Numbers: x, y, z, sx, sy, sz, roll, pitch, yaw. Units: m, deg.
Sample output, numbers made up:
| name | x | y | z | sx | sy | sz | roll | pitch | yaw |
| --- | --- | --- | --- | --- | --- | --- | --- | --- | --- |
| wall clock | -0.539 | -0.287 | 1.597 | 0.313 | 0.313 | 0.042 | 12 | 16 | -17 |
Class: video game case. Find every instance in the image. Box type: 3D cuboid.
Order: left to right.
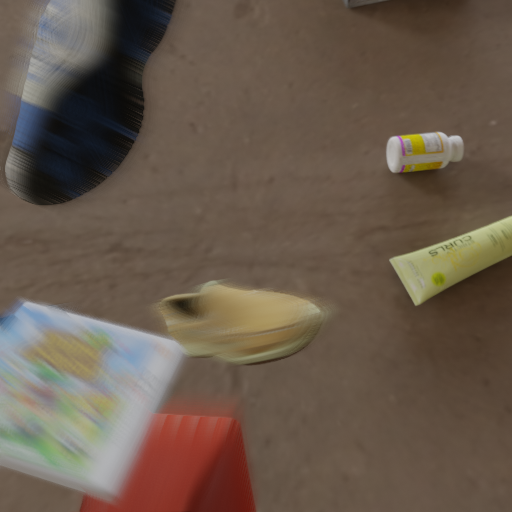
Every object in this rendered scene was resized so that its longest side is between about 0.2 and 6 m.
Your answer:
| name | x | y | z | sx | sy | sz | roll | pitch | yaw |
| --- | --- | --- | --- | --- | --- | --- | --- | --- | --- |
| video game case | -1.256 | 0.855 | 3.633 | 1.241 | 0.137 | 1.130 | 13 | 41 | 9 |

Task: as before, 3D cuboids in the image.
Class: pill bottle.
| name | x | y | z | sx | sy | sz | roll | pitch | yaw |
| --- | --- | --- | --- | --- | --- | --- | --- | --- | --- |
| pill bottle | 2.710 | -1.670 | 9.006 | 1.109 | 0.578 | 0.578 | -6 | 67 | -3 |

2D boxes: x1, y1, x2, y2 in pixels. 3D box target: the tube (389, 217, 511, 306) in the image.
| name | x | y | z | sx | sy | sz | roll | pitch | yaw |
| --- | --- | --- | --- | --- | --- | --- | --- | --- | --- |
| tube | 3.106 | 0.011 | 8.353 | 2.076 | 0.539 | 0.602 | -22 | 26 | -5 |

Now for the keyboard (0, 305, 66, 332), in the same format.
| name | x | y | z | sx | sy | sz | roll | pitch | yaw |
| --- | --- | --- | --- | --- | --- | --- | --- | --- | --- |
| keyboard | -2.278 | 1.131 | 4.560 | 1.333 | 0.285 | 2.220 | 41 | 35 | 27 |

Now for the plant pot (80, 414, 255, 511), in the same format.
| name | x | y | z | sx | sy | sz | roll | pitch | yaw |
| --- | --- | --- | --- | --- | --- | --- | --- | --- | --- |
| plant pot | -0.750 | 2.071 | 4.492 | 1.165 | 1.166 | 1.028 | -1 | 23 | 17 |

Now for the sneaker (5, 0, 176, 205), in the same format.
| name | x | y | z | sx | sy | sz | roll | pitch | yaw |
| --- | --- | --- | --- | --- | --- | --- | --- | --- | --- |
| sneaker | -2.117 | -2.239 | 6.941 | 1.334 | 1.311 | 3.463 | 18 | 82 | 42 |

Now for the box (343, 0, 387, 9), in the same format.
| name | x | y | z | sx | sy | sz | roll | pitch | yaw |
| --- | --- | --- | --- | --- | --- | --- | --- | --- | --- |
| box | 2.645 | -5.937 | 10.790 | 2.536 | 0.613 | 2.008 | -13 | 67 | -5 |

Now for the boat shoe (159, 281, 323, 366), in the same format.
| name | x | y | z | sx | sy | sz | roll | pitch | yaw |
| --- | --- | --- | --- | --- | --- | --- | --- | --- | --- |
| boat shoe | -0.296 | 0.600 | 5.537 | 0.767 | 2.014 | 0.722 | 55 | 47 | -22 |
